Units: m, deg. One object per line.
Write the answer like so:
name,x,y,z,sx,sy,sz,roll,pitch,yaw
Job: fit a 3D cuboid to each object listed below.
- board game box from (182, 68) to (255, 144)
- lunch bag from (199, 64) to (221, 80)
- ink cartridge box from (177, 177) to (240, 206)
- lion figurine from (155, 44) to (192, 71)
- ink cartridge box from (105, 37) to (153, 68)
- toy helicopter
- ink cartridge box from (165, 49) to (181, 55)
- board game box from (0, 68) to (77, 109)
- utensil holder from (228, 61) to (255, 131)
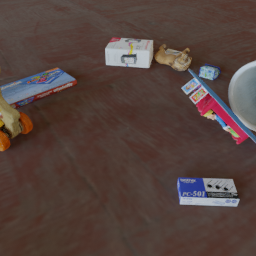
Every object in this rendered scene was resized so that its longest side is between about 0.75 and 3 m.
board game box,2.489,-0.334,7.622,2.357,0.581,2.983,18,34,-54
lunch bag,3.254,-2.228,11.062,0.646,0.484,0.760,24,31,29
ink cartridge box,1.792,1.446,6.369,1.267,0.280,0.596,1,37,2
lion figurine,1.816,-2.937,11.871,2.175,0.788,1.332,17,46,42
ink cartridge box,0.087,-3.277,12.126,1.885,0.807,1.391,5,37,9
toy helicopter,-3.584,-0.822,7.281,1.830,2.766,1.091,31,48,13
ink cartridge box,2.191,-3.494,12.931,0.783,0.175,0.690,23,44,26
board game box,-3.410,-1.478,10.209,2.753,0.268,1.417,-28,47,-32
utensil holder,4.655,-1.268,8.412,2.518,2.140,2.140,-27,45,-32
